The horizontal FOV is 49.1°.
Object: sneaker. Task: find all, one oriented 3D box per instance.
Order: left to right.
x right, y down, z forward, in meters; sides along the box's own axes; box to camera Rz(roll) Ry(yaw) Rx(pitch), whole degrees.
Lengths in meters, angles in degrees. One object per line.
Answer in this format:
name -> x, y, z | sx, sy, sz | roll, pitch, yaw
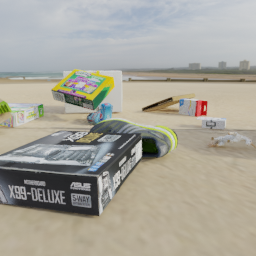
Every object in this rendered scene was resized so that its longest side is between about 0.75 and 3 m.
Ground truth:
sneaker -> -1.257, -0.479, 10.861 | 0.668, 0.555, 1.399 | -1, 11, 2
sneaker -> -0.010, 0.261, 6.639 | 2.244, 0.829, 0.908 | 3, 15, 23

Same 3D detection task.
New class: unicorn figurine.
unicorn figurine -> 2.645, 0.315, 7.164 | 0.778, 0.418, 1.133 | 5, -1, -44

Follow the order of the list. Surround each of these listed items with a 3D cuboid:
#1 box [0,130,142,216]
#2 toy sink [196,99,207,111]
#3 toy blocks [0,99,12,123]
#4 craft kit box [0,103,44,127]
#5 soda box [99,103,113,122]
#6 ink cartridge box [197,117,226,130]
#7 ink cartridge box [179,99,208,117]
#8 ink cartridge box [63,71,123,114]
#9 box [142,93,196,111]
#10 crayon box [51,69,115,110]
box -> -0.982, 0.623, 5.127 | 2.002, 0.632, 2.539 | 3, 12, 16
toy sink -> 3.209, -1.087, 13.615 | 0.742, 0.638, 1.138 | 11, 16, 44
toy blocks -> -4.917, -0.458, 8.897 | 2.415, 1.207, 1.651 | 26, 53, 39
craft kit box -> -5.164, -0.572, 11.244 | 2.703, 0.656, 2.670 | 1, 9, 5
soda box -> -0.744, -0.374, 9.310 | 0.301, 0.888, 0.285 | -12, 34, -36
ink cartridge box -> 2.937, -0.178, 9.901 | 0.964, 0.327, 0.559 | 5, 12, 23
ink cartridge box -> 2.918, -0.917, 12.575 | 0.414, 0.716, 1.232 | -11, 15, -43
ink cartridge box -> -1.659, -1.822, 13.794 | 2.693, 1.966, 1.975 | -1, 11, -5
box -> 2.073, -1.291, 14.135 | 1.869, 0.243, 2.287 | -18, -2, 41
crayon box -> -1.795, -1.616, 11.430 | 1.962, 0.572, 1.693 | 16, 46, 22
